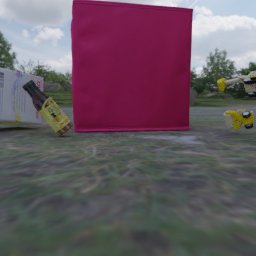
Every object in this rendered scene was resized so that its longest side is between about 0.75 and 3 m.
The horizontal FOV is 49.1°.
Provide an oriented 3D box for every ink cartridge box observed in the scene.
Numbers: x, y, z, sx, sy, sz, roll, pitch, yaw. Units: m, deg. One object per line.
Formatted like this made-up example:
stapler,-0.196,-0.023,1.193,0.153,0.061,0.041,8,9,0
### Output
ink cartridge box,-3.194,-0.735,7.035,1.258,1.264,1.739,-4,-8,41

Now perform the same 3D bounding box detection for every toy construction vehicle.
toy construction vehicle,2.608,-0.493,5.541,1.496,1.303,0.527,0,37,48

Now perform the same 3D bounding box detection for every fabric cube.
fabric cube,-0.106,-1.494,7.828,2.897,2.943,2.953,-2,5,-12

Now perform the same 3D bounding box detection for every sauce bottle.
sauce bottle,-1.579,-0.395,5.462,0.391,1.185,0.391,-36,14,10
